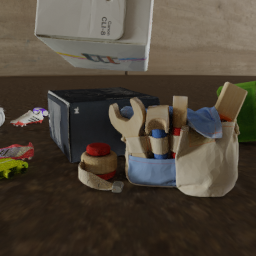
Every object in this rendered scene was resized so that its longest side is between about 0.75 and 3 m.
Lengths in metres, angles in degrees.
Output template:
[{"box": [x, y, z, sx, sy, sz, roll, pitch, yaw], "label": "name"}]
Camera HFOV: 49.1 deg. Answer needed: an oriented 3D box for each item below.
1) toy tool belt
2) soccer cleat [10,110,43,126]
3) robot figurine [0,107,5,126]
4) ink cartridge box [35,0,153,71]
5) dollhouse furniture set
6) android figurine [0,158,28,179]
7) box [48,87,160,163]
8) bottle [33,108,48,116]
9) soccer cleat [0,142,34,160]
[{"box": [0.528, 0.061, 4.844, 2.799, 1.720, 1.748, 2, 13, 7], "label": "toy tool belt"}, {"box": [-3.350, -0.338, 9.285, 1.101, 0.469, 0.378, -11, 17, -41], "label": "soccer cleat"}, {"box": [-4.274, -0.283, 8.558, 1.030, 0.686, 1.215, -32, 6, 16], "label": "robot figurine"}, {"box": [-0.401, -2.084, 5.048, 1.697, 1.705, 2.347, 5, 2, 2], "label": "ink cartridge box"}, {"box": [3.977, -0.701, 7.105, 2.856, 1.434, 1.871, -6, 16, 30], "label": "dollhouse furniture set"}, {"box": [-2.319, 0.756, 5.253, 0.870, 0.179, 0.792, 7, 15, 33], "label": "android figurine"}, {"box": [-0.682, -0.226, 6.899, 2.149, 1.332, 2.112, -6, 15, -25], "label": "box"}, {"box": [-3.383, -0.620, 10.915, 0.343, 0.268, 0.822, -10, 16, -41], "label": "bottle"}, {"box": [-2.445, 0.505, 5.800, 0.954, 0.365, 0.318, -3, -16, -27], "label": "soccer cleat"}]
